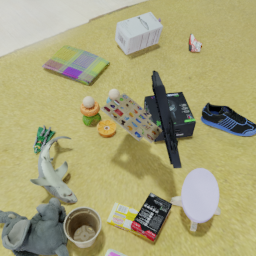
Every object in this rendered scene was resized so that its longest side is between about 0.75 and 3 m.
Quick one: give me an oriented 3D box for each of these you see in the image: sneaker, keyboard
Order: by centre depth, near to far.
[{"bbox_3d":[1.132,-0.089,8.263,0.372,2.897,1.740,-16,32,5],"label":"keyboard"},{"bbox_3d":[4.225,-0.388,11.594,2.348,0.914,0.823,15,51,13],"label":"sneaker"},{"bbox_3d":[3.741,-4.713,15.541,0.705,0.439,1.315,7,54,5],"label":"sneaker"}]

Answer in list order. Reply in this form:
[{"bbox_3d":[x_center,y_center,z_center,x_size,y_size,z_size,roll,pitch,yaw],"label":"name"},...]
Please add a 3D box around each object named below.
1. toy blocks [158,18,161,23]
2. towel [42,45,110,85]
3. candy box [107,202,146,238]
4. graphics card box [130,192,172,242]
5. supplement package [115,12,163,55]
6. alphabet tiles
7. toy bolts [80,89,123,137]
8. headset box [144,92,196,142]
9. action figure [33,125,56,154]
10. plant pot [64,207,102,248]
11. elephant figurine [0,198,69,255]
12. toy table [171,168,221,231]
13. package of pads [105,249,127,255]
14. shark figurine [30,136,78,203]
[{"bbox_3d":[1.356,-6.034,16.303,1.053,0.949,1.127,12,51,9],"label":"toy blocks"},{"bbox_3d":[-2.672,-3.310,14.436,2.982,0.340,2.142,22,53,16],"label":"towel"},{"bbox_3d":[0.115,3.020,9.213,1.462,0.193,0.747,17,52,13],"label":"candy box"},{"bbox_3d":[0.768,2.836,9.036,0.856,0.347,1.365,24,50,18],"label":"graphics card box"},{"bbox_3d":[0.570,-5.145,15.196,2.167,1.271,1.267,-27,69,-21],"label":"supplement package"},{"bbox_3d":[0.232,-0.332,9.600,1.990,0.075,1.663,40,36,6],"label":"alphabet tiles"},{"bbox_3d":[-0.893,-0.773,11.683,1.833,1.271,1.751,-33,57,-24],"label":"toy bolts"},{"bbox_3d":[1.694,-0.444,11.648,1.707,0.910,1.961,-7,50,-6],"label":"headset box"},{"bbox_3d":[-3.475,0.485,11.268,0.755,0.350,1.278,11,54,5],"label":"action figure"},{"bbox_3d":[-1.359,3.139,8.564,1.101,1.008,1.101,2,49,-3],"label":"plant pot"},{"bbox_3d":[-3.029,3.217,8.408,2.367,1.836,1.675,-19,95,-2],"label":"elephant figurine"},{"bbox_3d":[2.301,2.369,9.199,1.663,1.059,1.809,20,54,16],"label":"toy table"},{"bbox_3d":[-0.108,4.884,7.146,2.188,0.966,2.832,19,53,15],"label":"package of pads"},{"bbox_3d":[-2.907,1.441,10.086,1.699,1.186,2.843,10,50,-37],"label":"shark figurine"}]
